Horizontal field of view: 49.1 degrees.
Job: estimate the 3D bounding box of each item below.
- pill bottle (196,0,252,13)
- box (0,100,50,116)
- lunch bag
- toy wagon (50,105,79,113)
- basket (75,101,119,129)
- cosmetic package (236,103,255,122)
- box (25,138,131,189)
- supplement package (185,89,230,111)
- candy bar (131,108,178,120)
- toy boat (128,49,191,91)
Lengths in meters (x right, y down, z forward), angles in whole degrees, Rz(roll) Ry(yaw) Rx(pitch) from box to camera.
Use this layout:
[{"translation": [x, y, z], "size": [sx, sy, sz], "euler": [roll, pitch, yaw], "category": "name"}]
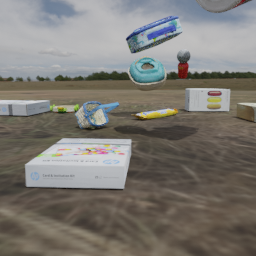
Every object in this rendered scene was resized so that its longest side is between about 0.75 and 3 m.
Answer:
[{"translation": [2.393, -3.264, 5.958], "size": [1.183, 1.183, 2.137], "euler": [10, 34, 45], "category": "pill bottle"}, {"translation": [-5.566, -0.993, 13.410], "size": [2.885, 0.594, 2.249], "euler": [2, 9, 9], "category": "box"}, {"translation": [1.008, -3.608, 10.846], "size": [1.995, 0.823, 1.604], "euler": [-24, 12, -10], "category": "lunch bag"}, {"translation": [-3.210, -0.962, 14.023], "size": [1.309, 0.334, 1.687], "euler": [0, 10, -1], "category": "toy wagon"}, {"translation": [-0.992, -0.481, 9.103], "size": [1.240, 0.862, 1.093], "euler": [-33, -10, 34], "category": "basket"}, {"translation": [5.122, -0.626, 11.153], "size": [0.900, 0.608, 1.712], "euler": [-1, 10, -3], "category": "cosmetic package"}, {"translation": [-0.713, 0.548, 4.919], "size": [1.468, 0.388, 1.883], "euler": [1, 10, 4], "category": "box"}, {"translation": [4.048, -1.452, 14.406], "size": [2.021, 1.150, 1.107], "euler": [0, 8, 0], "category": "supplement package"}, {"translation": [1.228, -0.602, 12.008], "size": [0.676, 0.300, 2.710], "euler": [9, 14, 41], "category": "candy bar"}, {"translation": [0.861, -1.679, 7.734], "size": [1.737, 0.807, 1.460], "euler": [-10, 38, -5], "category": "toy boat"}]
